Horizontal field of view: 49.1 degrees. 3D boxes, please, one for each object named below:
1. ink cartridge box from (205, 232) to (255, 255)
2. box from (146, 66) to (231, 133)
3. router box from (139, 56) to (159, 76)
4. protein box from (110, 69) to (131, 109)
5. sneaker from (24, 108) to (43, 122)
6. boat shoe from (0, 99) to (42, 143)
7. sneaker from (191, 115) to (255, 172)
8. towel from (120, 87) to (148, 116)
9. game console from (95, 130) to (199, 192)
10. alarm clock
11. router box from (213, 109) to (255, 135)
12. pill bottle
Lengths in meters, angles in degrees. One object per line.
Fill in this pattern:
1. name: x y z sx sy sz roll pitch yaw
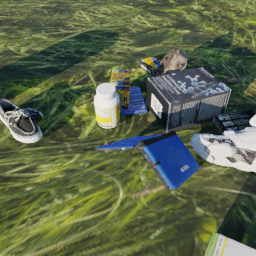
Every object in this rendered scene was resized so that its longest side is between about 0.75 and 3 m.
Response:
1. ink cartridge box: 2.660 3.566 5.907 2.323 0.880 1.717 18 45 21
2. box: 2.245 -1.165 10.872 2.573 1.378 1.910 -14 43 -17
3. router box: 1.238 -3.050 13.800 0.927 0.317 1.243 -23 47 -24
4. protein box: -0.309 -1.573 11.277 0.779 1.147 1.155 5 39 1
5. sneaker: -3.789 -0.487 10.902 0.846 0.319 0.481 15 42 13
6. boat shoe: -4.057 -0.356 10.358 0.913 0.845 2.473 -29 49 -28
7. sneaker: 3.598 0.388 9.146 2.943 1.106 1.691 15 56 9
8. towel: -0.006 -1.179 11.767 1.368 0.225 1.890 -5 42 -7
9. game console: 0.682 0.936 8.512 2.182 1.512 2.556 56 28 12
10. alarm clock: 1.952 -2.733 12.173 0.753 1.526 2.263 32 1 -22
11. router box: 4.162 -0.110 10.413 1.586 0.405 1.183 -8 42 -9
12. pill bottle: -0.743 -0.800 10.066 0.894 1.595 0.894 0 49 0
